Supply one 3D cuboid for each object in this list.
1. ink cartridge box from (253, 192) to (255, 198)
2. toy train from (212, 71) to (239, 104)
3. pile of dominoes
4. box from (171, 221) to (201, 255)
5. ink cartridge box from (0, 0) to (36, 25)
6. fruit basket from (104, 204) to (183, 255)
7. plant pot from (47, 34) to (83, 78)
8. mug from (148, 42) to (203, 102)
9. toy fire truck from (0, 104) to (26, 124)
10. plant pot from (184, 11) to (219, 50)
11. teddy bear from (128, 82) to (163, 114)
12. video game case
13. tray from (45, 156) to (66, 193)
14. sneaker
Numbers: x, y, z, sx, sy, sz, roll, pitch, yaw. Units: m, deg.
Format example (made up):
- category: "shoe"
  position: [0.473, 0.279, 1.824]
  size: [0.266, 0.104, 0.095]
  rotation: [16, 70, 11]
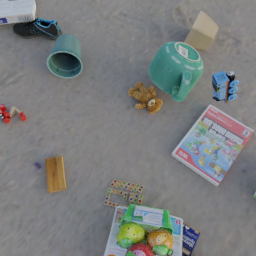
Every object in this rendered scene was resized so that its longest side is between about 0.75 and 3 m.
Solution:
- category: "ink cartridge box"
  position: [6.107, 2.367, 9.893]
  size: [2.480, 1.041, 1.796]
  rotation: [34, 67, 17]
- category: "toy train"
  position: [3.474, -1.453, 10.111]
  size: [0.833, 1.459, 0.632]
  rotation: [-14, 56, 7]
- category: "pile of dominoes"
  position: [-0.125, 2.445, 10.329]
  size: [1.364, 0.217, 1.063]
  rotation: [12, 63, 6]
- category: "box"
  position: [1.963, 3.883, 9.588]
  size: [0.684, 0.183, 1.130]
  rotation: [27, 66, 13]
- category: "ink cartridge box"
  position: [-6.009, -6.171, 14.666]
  size: [2.274, 0.463, 2.279]
  rotation: [-9, 47, -5]
- category: "fruit basket"
  position: [0.513, 3.670, 8.763]
  size: [2.383, 1.206, 2.573]
  rotation: [9, 35, 8]
- category: "plant pot"
  position: [-2.794, -3.360, 12.789]
  size: [1.557, 1.557, 1.525]
  rotation: [-1, 53, 0]
- category: "mug"
  position: [2.198, -2.431, 11.625]
  size: [2.066, 1.555, 2.514]
  rotation: [-17, 61, -39]
- category: "toy fire truck"
  position: [-4.998, -0.641, 11.927]
  size: [0.861, 0.298, 1.222]
  rotation: [-34, 66, -17]
- category: "plant pot"
  position: [3.581, -4.580, 13.548]
  size: [1.145, 1.294, 1.292]
  rotation: [28, 65, 3]
- category: "teddy bear"
  position: [0.738, -1.354, 12.174]
  size: [1.191, 0.548, 1.643]
  rotation: [-22, 64, -9]
- category: "video game case"
  position: [3.435, 0.588, 11.296]
  size: [2.094, 0.256, 2.929]
  rotation: [35, 68, 17]
- category: "tray"
  position: [-2.771, 1.748, 10.689]
  size: [0.652, 0.245, 1.322]
  rotation: [-11, 62, -6]
- category: "sneaker"
  position: [-4.542, -5.048, 13.869]
  size: [2.490, 1.020, 0.911]
  rotation: [3, 64, 3]
